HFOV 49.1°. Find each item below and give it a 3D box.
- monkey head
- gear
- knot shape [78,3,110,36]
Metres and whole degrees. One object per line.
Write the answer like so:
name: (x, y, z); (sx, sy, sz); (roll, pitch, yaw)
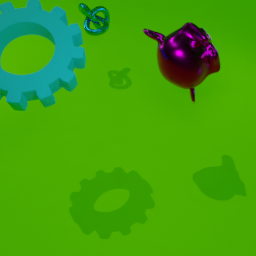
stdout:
monkey head: (1.151, -1.463, 5.612); (1.120, 1.858, 1.337); (-30, 23, 24)
gear: (-1.779, -1.313, 4.936); (2.005, 0.371, 2.005); (1, 72, -3)
knot shape: (-1.084, -3.455, 8.747); (1.130, 0.558, 1.208); (37, 44, -17)
